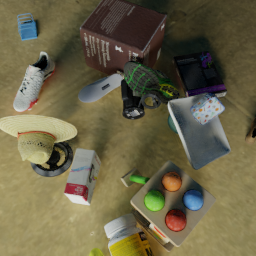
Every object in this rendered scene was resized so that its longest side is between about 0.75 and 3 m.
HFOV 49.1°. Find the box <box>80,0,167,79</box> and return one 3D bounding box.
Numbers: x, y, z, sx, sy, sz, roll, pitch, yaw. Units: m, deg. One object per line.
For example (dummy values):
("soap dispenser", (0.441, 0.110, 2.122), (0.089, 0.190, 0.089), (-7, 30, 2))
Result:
("box", (-0.180, -3.769, 12.223), (2.860, 2.373, 2.348), (24, 65, 12))

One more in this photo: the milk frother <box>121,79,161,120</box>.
("milk frother", (0.511, -1.331, 11.422), (1.582, 1.428, 1.489), (-4, 62, 6))

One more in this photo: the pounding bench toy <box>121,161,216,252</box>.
("pounding bench toy", (0.921, 2.177, 9.101), (2.931, 2.286, 1.821), (40, 69, 19))

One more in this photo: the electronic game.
("electronic game", (-2.912, 1.136, 10.749), (1.621, 0.337, 1.621), (1, 54, -2))

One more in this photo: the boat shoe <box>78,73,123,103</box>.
("boat shoe", (-1.179, -1.770, 12.122), (2.092, 0.730, 0.742), (-29, 106, 6))

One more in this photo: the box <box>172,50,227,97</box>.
("box", (3.166, -2.348, 12.575), (1.731, 0.437, 2.421), (-11, 64, -6))

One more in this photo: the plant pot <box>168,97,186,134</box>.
("plant pot", (2.261, -0.537, 11.175), (1.224, 1.199, 1.224), (0, 61, 0))

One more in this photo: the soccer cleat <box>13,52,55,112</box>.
("soccer cleat", (-4.059, -2.000, 11.935), (0.982, 1.220, 2.863), (20, 63, 11))

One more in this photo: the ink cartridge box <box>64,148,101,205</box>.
("ink cartridge box", (-1.568, 1.728, 9.912), (0.722, 1.245, 1.687), (8, 63, 11))

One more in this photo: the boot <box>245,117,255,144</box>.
("boot", (5.214, -0.017, 11.274), (0.528, 0.541, 1.435), (27, 64, 16))

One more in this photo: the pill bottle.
("pill bottle", (0.121, 3.929, 8.761), (1.251, 1.251, 2.190), (-21, 64, -11))

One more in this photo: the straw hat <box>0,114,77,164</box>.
("straw hat", (-3.114, 0.572, 9.450), (2.781, 2.781, 1.177), (1, 70, 1))

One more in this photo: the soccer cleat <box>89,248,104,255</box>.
("soccer cleat", (-0.931, 4.661, 8.651), (0.584, 0.755, 1.805), (-4, 62, -2))

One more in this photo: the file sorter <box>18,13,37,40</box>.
("file sorter", (-5.013, -5.017, 13.856), (0.762, 0.673, 1.098), (-12, 63, -6))

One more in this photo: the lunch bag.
("lunch bag", (2.741, -0.624, 9.722), (1.085, 0.869, 0.410), (-38, 34, 20))

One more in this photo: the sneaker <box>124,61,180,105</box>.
("sneaker", (0.878, -1.956, 11.521), (1.091, 2.795, 1.191), (-41, 43, 27))

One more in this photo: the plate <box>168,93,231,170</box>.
("plate", (2.492, 0.046, 9.879), (2.422, 0.392, 2.427), (-16, 83, -41))
